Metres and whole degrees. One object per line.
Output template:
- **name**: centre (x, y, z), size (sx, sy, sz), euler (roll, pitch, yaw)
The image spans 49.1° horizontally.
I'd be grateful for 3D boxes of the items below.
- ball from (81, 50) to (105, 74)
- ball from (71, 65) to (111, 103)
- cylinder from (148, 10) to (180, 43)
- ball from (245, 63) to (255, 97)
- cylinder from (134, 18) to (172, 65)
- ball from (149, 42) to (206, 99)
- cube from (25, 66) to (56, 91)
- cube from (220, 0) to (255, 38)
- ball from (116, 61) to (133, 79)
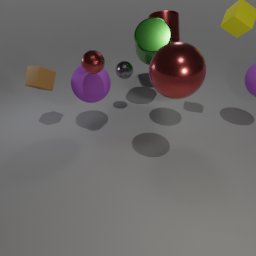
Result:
- **ball**: centre (-1.043, -1.960, 8.350), size (0.700, 0.700, 0.700), euler (0, 32, 0)
- **ball**: centre (-1.312, -1.592, 9.907), size (1.400, 1.400, 1.400), euler (0, 32, 0)
- **cylinder**: centre (1.635, -4.404, 12.718), size (1.400, 1.400, 1.400), euler (-3, 3, 0)
- **ball**: centre (4.962, -1.761, 10.099), size (1.400, 1.400, 1.400), euler (0, 32, 0)
- **cylinder**: centre (0.983, -3.372, 11.060), size (1.400, 1.400, 1.400), euler (3, -7, 5)
- **ball**: centre (1.222, -1.419, 6.975), size (1.400, 1.400, 1.400), euler (0, 32, 0)
- **cube**: centre (-3.071, -1.737, 9.829), size (0.700, 0.700, 0.700), euler (11, 1, 35)
- **cube**: centre (3.465, -3.405, 8.737), size (0.700, 0.700, 0.700), euler (27, -15, -14)
- **ball**: centre (-0.141, -2.285, 11.051), size (0.700, 0.700, 0.700), euler (0, 32, 0)
